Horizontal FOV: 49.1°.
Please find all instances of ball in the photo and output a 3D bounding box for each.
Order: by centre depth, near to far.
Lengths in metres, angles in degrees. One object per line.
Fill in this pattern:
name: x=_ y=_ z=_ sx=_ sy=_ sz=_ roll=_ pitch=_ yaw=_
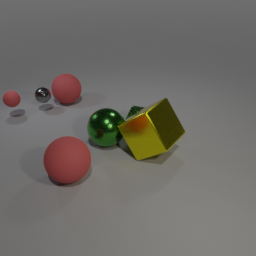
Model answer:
ball: x=-1.809 y=0.945 z=8.398 sx=1.400 sy=1.400 sz=1.400 roll=0 pitch=30 yaw=0
ball: x=-0.769 y=-0.020 z=10.099 sx=1.400 sy=1.400 sz=1.400 roll=0 pitch=30 yaw=0
ball: x=-4.912 y=-1.225 z=11.829 sx=0.700 sy=0.700 sz=0.700 roll=0 pitch=30 yaw=0
ball: x=-3.778 y=-1.457 z=12.425 sx=0.700 sy=0.700 sz=0.700 roll=0 pitch=30 yaw=0
ball: x=-2.914 y=-1.868 z=13.282 sx=1.400 sy=1.400 sz=1.400 roll=0 pitch=30 yaw=0

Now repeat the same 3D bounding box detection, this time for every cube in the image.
cube: x=0.804 y=0.045 z=9.443 sx=1.400 sy=1.400 sz=1.400 roll=-24 pitch=8 yaw=44
cube: x=0.451 y=-0.389 z=11.122 sx=0.700 sy=0.700 sz=0.700 roll=5 pitch=33 yaw=-39
